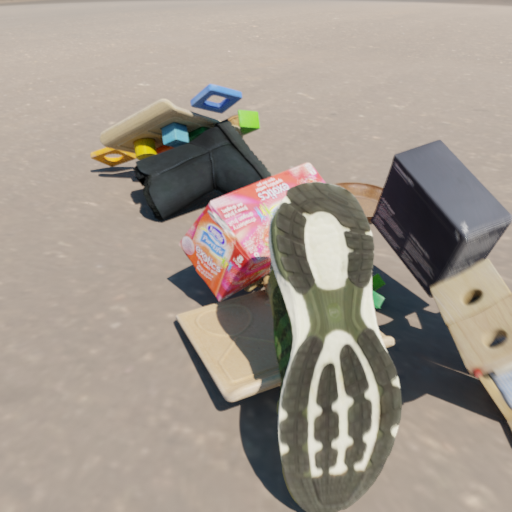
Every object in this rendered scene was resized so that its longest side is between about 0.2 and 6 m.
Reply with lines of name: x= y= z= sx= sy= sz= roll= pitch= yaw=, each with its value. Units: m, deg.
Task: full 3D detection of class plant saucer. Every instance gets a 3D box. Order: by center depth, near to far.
plant saucer: x=1.903 y=-0.982 z=10.686 sx=1.586 sy=0.290 sz=1.586 roll=0 pitch=30 yaw=0

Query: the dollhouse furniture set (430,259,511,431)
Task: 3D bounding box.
dollhouse furniture set: x=3.180 y=0.718 z=5.702 sx=2.040 sy=1.438 sz=1.430 roll=-31 pitch=25 yaw=18

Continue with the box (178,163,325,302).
box: x=0.143 y=-0.385 z=7.865 sx=2.157 sy=1.075 sz=1.030 roll=-28 pitch=77 yaw=-43

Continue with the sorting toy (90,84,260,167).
sorting toy: x=-1.687 y=-2.280 z=11.367 sx=3.958 sy=0.539 sz=2.229 roll=-15 pitch=-15 yaw=36

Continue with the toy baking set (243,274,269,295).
toy baking set: x=0.831 y=0.206 z=8.319 sx=1.647 sy=0.250 sz=2.146 roll=-1 pitch=17 yaw=24

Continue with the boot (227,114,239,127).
boot: x=-0.656 y=-3.004 z=14.000 sx=0.710 sy=0.692 sz=1.881 roll=39 pitch=46 yaw=17

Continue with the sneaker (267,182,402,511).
sneaker: x=0.615 y=0.888 z=5.600 sx=1.173 sy=3.051 sz=1.352 roll=2 pitch=-12 yaw=-11

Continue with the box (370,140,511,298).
box: x=2.208 y=-0.450 z=6.911 sx=0.725 sy=1.268 sz=1.393 roll=-21 pitch=59 yaw=-17

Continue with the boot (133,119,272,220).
boot: x=-0.890 y=-1.180 z=10.394 sx=2.164 sy=0.984 sz=2.576 roll=-30 pitch=66 yaw=-9

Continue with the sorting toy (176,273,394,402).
sorting toy: x=0.703 y=0.885 z=7.182 sx=3.034 sy=0.447 sz=2.243 roll=-14 pitch=22 yaw=-19
